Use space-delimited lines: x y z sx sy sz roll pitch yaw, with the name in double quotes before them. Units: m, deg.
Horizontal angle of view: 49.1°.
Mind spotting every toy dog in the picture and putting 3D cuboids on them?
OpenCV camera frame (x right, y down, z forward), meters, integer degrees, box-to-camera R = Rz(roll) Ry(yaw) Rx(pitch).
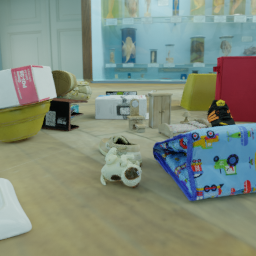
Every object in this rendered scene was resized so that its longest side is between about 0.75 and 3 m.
"toy dog" -0.095 0.792 5.207 0.779 0.544 0.756 16 46 39

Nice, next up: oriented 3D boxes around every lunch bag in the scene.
"lunch bag" 1.660 0.481 5.760 1.872 1.170 2.487 -5 4 -9

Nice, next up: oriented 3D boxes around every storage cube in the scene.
"storage cube" 5.033 -1.696 11.801 2.868 2.578 2.452 2 13 13

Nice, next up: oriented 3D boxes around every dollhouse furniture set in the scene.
"dollhouse furniture set" 1.368 -0.401 8.997 2.185 1.251 2.562 -4 13 -17

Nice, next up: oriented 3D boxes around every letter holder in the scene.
"letter holder" -2.635 -0.600 10.329 2.005 1.008 1.425 8 11 20

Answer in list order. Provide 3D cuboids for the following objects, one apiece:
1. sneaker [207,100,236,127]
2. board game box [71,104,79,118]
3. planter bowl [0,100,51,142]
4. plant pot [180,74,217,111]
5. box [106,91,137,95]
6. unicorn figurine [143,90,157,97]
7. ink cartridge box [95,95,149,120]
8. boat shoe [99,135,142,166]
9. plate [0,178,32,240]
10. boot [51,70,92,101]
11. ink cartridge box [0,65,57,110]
"sneaker" 3.146 -0.427 9.606 0.797 1.025 2.278 1 12 5
"board game box" -3.177 -0.666 11.941 1.601 0.498 2.121 2 13 7
"planter bowl" -3.309 -0.169 8.304 2.292 0.955 2.292 -10 11 2
"plant pot" 3.955 -1.926 14.647 2.041 1.800 2.041 -1 12 -1
"box" -0.333 -1.728 15.952 1.740 0.385 1.394 1 -8 4
"unicorn figurine" 1.578 -2.103 18.300 1.003 0.539 1.460 -17 24 -29
"ink cartridge box" -0.011 -0.929 12.208 2.676 0.892 1.550 0 12 1
"boat shoe" -0.206 0.434 6.771 0.628 0.566 1.741 -6 14 -27
"plate" -2.545 1.180 4.019 1.886 0.305 1.890 -7 14 -31
"boot" -2.322 -1.670 11.668 2.138 1.001 2.751 -1 -6 -41
"ink cartridge box" -3.502 -1.071 7.962 2.420 1.002 1.773 -10 11 2
